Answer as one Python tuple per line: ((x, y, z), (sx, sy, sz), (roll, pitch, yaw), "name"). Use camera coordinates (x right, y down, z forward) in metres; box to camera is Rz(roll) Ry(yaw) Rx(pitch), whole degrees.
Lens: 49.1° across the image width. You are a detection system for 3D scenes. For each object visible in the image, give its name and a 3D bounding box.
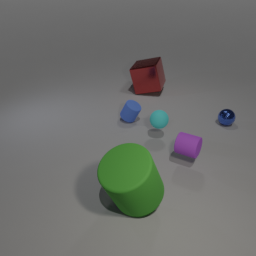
((1.916, 0.543, 8.905), (0.700, 0.700, 0.700), (17, 33, 27), "cylinder")
((1.156, -0.319, 10.372), (0.700, 0.700, 0.700), (0, 29, 0), "ball")
((4.096, -0.448, 11.636), (0.700, 0.700, 0.700), (0, 29, 0), "ball")
((0.109, -0.710, 11.820), (0.700, 0.700, 0.700), (19, 39, -16), "cylinder")
((1.055, -2.737, 14.605), (1.400, 1.400, 1.400), (-5, 29, 22), "cube")
((0.107, 1.334, 7.167), (1.400, 1.400, 1.400), (-12, 47, 13), "cylinder")
